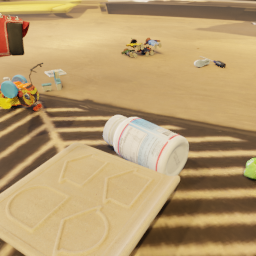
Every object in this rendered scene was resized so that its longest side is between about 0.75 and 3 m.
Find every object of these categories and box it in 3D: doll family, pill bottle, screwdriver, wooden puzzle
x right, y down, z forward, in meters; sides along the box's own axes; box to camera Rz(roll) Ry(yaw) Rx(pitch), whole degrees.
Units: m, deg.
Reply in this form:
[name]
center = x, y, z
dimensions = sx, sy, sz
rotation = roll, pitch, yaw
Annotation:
[doll family]
center = 0.739, -4.463, 15.385
dimensions = 2.316, 0.909, 1.339
rotation = -6, 26, -21
[pill bottle]
center = 0.363, 0.377, 6.705
dimensions = 1.979, 1.076, 1.076
rotation = 26, 39, 37
[screwdriver]
center = 4.195, -3.410, 14.030
dimensions = 0.272, 0.283, 1.947
rotation = -11, 35, -21
[wooden puzzle]
center = -0.877, 1.447, 5.341
dimensions = 2.991, 0.693, 2.771
rotation = 13, 32, 29

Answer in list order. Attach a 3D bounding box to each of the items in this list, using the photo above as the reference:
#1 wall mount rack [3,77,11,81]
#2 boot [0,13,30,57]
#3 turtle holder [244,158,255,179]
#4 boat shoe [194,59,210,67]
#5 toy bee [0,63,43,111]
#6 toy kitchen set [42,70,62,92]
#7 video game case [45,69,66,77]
[wall mount rack]
center = -5.431, -1.593, 10.472
dimensions = 1.956, 0.729, 1.699
rotation = 25, 38, 37
[boot]
center = -2.764, -2.291, 5.418
dimensions = 1.448, 2.007, 0.727
rotation = -18, 4, -17
[turtle holder]
center = 3.516, 0.734, 5.575
dimensions = 1.496, 1.600, 2.106
rotation = -21, 37, -31
[boat shoe]
center = 3.547, -3.139, 13.619
dimensions = 0.992, 0.357, 0.308
rotation = -15, 8, -30
[toy bee]
center = -3.593, -1.066, 9.334
dimensions = 2.427, 1.319, 1.589
rotation = -6, 27, 44
[toy kitchen set]
center = -3.075, -1.882, 11.146
dimensions = 0.747, 0.550, 0.933
rotation = -10, 31, -16
[video game case]
center = -3.282, -2.483, 12.651
dimensions = 0.760, 0.090, 0.692
rotation = -18, 35, -30
